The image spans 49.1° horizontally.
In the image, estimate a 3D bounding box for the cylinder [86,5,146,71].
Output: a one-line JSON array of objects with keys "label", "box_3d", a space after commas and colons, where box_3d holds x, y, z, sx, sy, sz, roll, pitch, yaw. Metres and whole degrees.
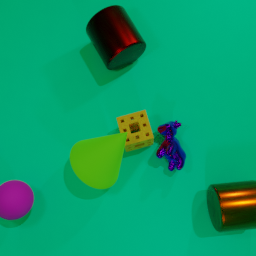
[{"label": "cylinder", "box_3d": [-0.325, -2.418, 7.620, 1.241, 1.241, 1.241, -29, 81, -5]}]

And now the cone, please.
[{"label": "cone", "box_3d": [-0.429, 0.503, 6.714, 1.421, 1.421, 1.426, 51, 126, 8]}]

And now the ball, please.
[{"label": "ball", "box_3d": [-2.746, 1.722, 6.720, 0.931, 0.931, 0.931, 0, 80, 0]}]

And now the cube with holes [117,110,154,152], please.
[{"label": "cube with holes", "box_3d": [0.196, 0.094, 7.351, 0.765, 0.765, 0.765, -15, 73, 0]}]

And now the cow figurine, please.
[{"label": "cow figurine", "box_3d": [1.189, 0.421, 7.437, 1.154, 0.633, 1.135, 49, 51, -21]}]

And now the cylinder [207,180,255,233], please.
[{"label": "cylinder", "box_3d": [2.672, 1.914, 6.899, 1.150, 1.150, 1.150, -5, 80, -1]}]
